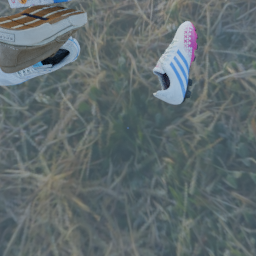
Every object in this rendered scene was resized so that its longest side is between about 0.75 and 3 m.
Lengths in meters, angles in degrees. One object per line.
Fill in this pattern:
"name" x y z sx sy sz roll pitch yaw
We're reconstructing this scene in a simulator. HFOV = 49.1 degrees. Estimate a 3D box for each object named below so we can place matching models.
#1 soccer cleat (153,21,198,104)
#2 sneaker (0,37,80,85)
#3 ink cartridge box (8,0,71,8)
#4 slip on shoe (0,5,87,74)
"soccer cleat" 1.145 -1.698 6.964 0.957 0.774 2.217 10 79 -11
"sneaker" -2.500 -1.756 7.375 2.525 1.094 0.946 -23 115 0
"ink cartridge box" -2.069 -3.760 6.803 1.708 1.257 1.235 4 37 21
"slip on shoe" -1.738 -1.967 5.913 1.083 0.863 2.848 15 33 7
